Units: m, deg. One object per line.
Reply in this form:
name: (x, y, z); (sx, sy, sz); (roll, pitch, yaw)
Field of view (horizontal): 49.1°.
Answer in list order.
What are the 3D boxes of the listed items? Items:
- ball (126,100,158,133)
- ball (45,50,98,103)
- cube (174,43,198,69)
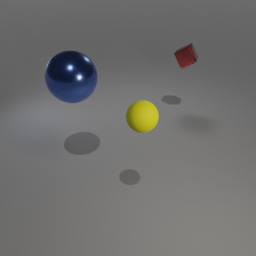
ball: (0.305, -0.246, 6.030); (0.700, 0.700, 0.700); (0, 31, 0)
ball: (-1.521, -1.371, 7.566); (1.400, 1.400, 1.400); (0, 31, 0)
cube: (2.400, -2.971, 11.521); (0.700, 0.700, 0.700); (-19, 19, 29)
